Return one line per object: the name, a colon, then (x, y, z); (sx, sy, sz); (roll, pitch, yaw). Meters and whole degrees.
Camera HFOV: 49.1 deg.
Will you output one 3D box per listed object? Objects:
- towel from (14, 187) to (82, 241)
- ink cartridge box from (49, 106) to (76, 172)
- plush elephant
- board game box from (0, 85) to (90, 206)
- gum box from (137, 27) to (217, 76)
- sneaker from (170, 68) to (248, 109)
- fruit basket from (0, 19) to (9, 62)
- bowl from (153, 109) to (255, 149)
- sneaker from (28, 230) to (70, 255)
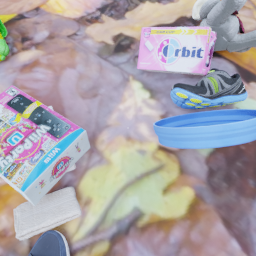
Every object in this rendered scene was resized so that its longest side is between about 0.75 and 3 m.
towel: (-1.826, 1.905, 6.339); (1.459, 0.252, 0.967); (-18, 32, -15)
ink cartridge box: (-2.313, 0.428, 7.366); (1.305, 0.760, 1.803); (-21, 55, -15)
plush elephant: (3.267, -3.630, 9.492); (2.243, 2.724, 2.109); (36, 56, -21)
board game box: (-2.437, 0.276, 6.502); (2.516, 0.808, 1.856); (30, 60, 21)
gum box: (1.510, -2.381, 8.706); (2.307, 1.309, 0.763); (12, 9, 31)
sneaker: (2.293, -1.151, 8.082); (2.630, 0.932, 1.090); (-7, 84, -26)
fruit basket: (-5.391, -3.277, 9.677); (2.808, 2.025, 2.808); (-11, 42, 10)
bowl: (1.964, -0.016, 6.881); (2.667, 0.524, 2.667); (-8, 7, 1)
sneaker: (-1.751, 2.805, 4.907); (0.935, 1.776, 2.458); (5, 51, 6)
